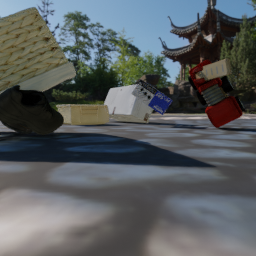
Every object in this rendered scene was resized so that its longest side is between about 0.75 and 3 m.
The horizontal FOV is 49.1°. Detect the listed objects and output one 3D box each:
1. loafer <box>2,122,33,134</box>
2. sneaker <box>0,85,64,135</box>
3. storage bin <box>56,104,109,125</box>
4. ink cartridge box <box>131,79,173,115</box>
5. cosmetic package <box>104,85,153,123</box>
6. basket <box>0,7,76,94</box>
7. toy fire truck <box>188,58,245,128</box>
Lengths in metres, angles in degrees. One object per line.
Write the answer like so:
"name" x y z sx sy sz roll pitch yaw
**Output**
"loafer" -2.719 -0.380 6.476 1.407 0.509 0.512 34 19 11
"sneaker" -1.827 -0.355 5.647 0.784 0.656 1.728 -32 -22 19
"storage bin" -1.810 -0.551 11.198 1.630 0.770 1.642 -3 4 -32
"ink cartridge box" 0.860 -1.110 10.078 1.377 0.647 0.304 35 10 10
"cosmetic package" -0.012 -1.089 12.787 1.058 1.452 2.857 23 -10 -28
"basket" -3.145 -1.394 6.741 2.989 1.844 2.026 -33 18 -23
"toy fire truck" 2.493 -1.053 7.819 1.419 1.941 2.205 -29 -6 26
